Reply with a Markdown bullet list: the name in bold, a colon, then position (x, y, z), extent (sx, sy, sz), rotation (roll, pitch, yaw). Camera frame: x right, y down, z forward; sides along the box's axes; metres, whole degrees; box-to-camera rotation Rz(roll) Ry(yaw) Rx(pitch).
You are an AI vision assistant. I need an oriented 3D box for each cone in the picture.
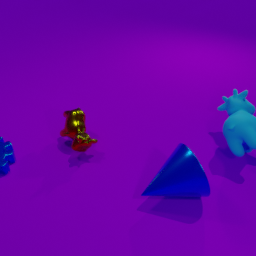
- **cone**: position (0.823, 1.127, 5.815), extent (1.241, 1.236, 1.236), rotation (-25, 41, -8)

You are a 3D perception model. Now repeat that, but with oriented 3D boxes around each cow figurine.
- **cow figurine**: position (2.776, -0.197, 7.008), extent (1.672, 0.918, 1.645), rotation (-7, 66, -51)
- **cow figurine**: position (-1.255, 0.025, 7.175), extent (0.646, 1.176, 1.157), rotation (14, -14, -43)

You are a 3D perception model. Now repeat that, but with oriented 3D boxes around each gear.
- **gear**: position (-3.597, 0.784, 6.790), extent (1.584, 0.293, 1.584), rotation (0, 37, 0)
